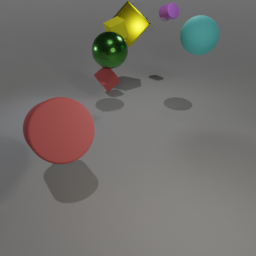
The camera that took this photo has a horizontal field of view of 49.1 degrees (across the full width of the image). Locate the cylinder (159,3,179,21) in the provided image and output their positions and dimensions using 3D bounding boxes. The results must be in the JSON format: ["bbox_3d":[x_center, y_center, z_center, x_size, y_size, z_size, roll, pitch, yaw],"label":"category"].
[{"bbox_3d":[1.953,-5.542,13.392,0.700,0.700,0.700,-18,18,-29],"label":"cylinder"}]

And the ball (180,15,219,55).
[{"bbox_3d":[2.648,-3.422,10.379,1.400,1.400,1.400,0,29,0],"label":"ball"}]

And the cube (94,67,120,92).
[{"bbox_3d":[-0.872,-2.084,11.766,0.700,0.700,0.700,-41,69,-1],"label":"cube"}]

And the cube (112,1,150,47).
[{"bbox_3d":[0.003,-4.798,13.012,1.400,1.400,1.400,41,13,-15],"label":"cube"}]

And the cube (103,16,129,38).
[{"bbox_3d":[-0.492,-4.067,11.571,0.700,0.700,0.700,-30,43,-11],"label":"cube"}]

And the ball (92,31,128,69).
[{"bbox_3d":[-0.697,-3.005,10.833,1.400,1.400,1.400,0,29,0],"label":"ball"}]

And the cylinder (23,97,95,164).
[{"bbox_3d":[-1.627,0.035,6.416,1.400,1.400,1.400,-13,7,-23],"label":"cylinder"}]
